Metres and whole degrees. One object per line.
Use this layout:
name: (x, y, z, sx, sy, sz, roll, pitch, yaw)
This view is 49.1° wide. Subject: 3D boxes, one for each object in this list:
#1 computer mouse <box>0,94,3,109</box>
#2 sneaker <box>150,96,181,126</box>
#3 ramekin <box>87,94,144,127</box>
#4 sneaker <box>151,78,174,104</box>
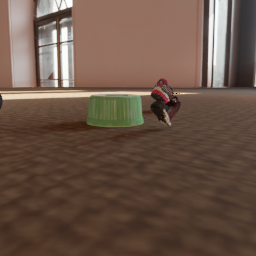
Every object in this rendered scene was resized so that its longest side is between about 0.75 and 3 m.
computer mouse: (-3.843, -0.717, 6.868, 1.797, 1.262, 0.414, -10, -22, 4)
sneaker: (0.927, -0.542, 6.607, 0.442, 0.675, 1.169, 32, -7, 23)
ramekin: (-0.360, -0.538, 7.845, 1.604, 0.783, 1.604, 0, 10, 0)
sneaker: (1.474, -1.201, 10.594, 0.761, 0.705, 1.889, 22, -6, 23)
